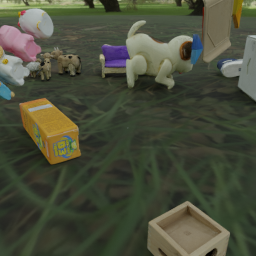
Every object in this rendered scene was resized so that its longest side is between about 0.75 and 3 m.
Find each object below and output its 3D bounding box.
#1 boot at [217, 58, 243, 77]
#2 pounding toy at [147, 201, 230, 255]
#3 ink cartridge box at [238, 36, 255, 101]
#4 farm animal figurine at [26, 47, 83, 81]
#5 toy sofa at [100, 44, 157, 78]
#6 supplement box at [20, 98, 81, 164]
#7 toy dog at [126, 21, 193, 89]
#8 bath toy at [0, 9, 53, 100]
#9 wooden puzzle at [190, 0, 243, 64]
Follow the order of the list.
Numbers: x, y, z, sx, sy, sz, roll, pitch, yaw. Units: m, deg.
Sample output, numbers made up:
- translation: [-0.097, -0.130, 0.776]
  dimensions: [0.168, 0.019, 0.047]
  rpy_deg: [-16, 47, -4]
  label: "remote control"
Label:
- translation: [4.959, -2.672, 11.871]
  dimensions: [2.207, 0.803, 0.997]
  rpy_deg: [-1, 31, 0]
  label: "boot"
- translation: [0.665, 1.600, 3.410]
  dimensions: [1.185, 0.542, 1.041]
  rpy_deg: [-17, 31, -31]
  label: "pounding toy"
- translation: [5.284, -1.925, 9.098]
  dimensions: [2.601, 1.890, 1.881]
  rpy_deg: [-1, 26, 0]
  label: "ink cartridge box"
- translation: [-3.176, -2.760, 11.726]
  dimensions: [2.195, 1.104, 1.772]
  rpy_deg: [-13, 29, -26]
  label: "farm animal figurine"
- translation: [0.062, -2.839, 11.795]
  dimensions: [2.486, 1.213, 1.029]
  rpy_deg: [-2, 26, -5]
  label: "toy sofa"
- translation: [-1.863, -0.012, 6.527]
  dimensions: [0.747, 0.723, 2.172]
  rpy_deg: [-17, 30, -31]
  label: "supplement box"
- translation: [1.257, -2.628, 10.168]
  dimensions: [2.496, 2.420, 1.742]
  rpy_deg: [-2, 13, 9]
  label: "toy dog"
- translation: [-2.324, -1.607, 5.624]
  dimensions: [0.795, 0.935, 2.150]
  rpy_deg: [10, 61, 23]
  label: "bath toy"
- translation: [2.497, -2.936, 7.868]
  dimensions: [0.330, 1.904, 2.822]
  rpy_deg: [20, 37, 37]
  label: "wooden puzzle"
